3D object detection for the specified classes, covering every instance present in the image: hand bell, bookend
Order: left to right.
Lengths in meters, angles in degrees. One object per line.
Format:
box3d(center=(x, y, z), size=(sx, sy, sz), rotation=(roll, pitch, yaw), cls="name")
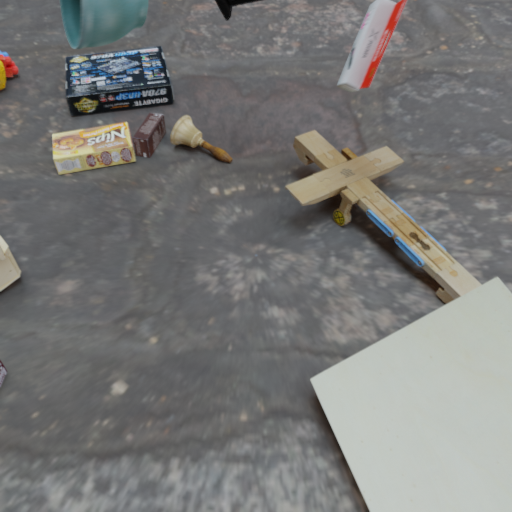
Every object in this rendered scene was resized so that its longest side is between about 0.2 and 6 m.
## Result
box3d(center=(-0.946, -2.046, 10.394), size=(1.182, 0.615, 0.615), rotation=(34, 55, 12), cls="hand bell")
box3d(center=(-0.003, -4.181, 7.771), size=(1.492, 1.501, 0.691), rotation=(-2, 70, 19), cls="bookend")

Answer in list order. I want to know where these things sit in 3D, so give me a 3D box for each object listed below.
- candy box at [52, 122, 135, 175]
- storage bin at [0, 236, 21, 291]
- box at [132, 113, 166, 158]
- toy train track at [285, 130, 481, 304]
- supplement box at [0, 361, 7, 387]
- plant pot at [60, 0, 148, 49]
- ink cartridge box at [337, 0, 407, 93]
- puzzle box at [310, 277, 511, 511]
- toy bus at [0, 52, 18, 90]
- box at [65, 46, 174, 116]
box3d(center=(-2.991, -1.991, 10.319), size=(1.408, 0.389, 0.813), rotation=(-11, 48, -10), cls="candy box")
box3d(center=(-5.664, -0.214, 7.886), size=(3.285, 1.551, 3.309), rotation=(-32, 54, -25), cls="storage bin")
box3d(center=(-2.004, -2.279, 10.568), size=(0.320, 0.428, 0.854), rotation=(9, 47, 9), cls="box")
box3d(center=(1.915, -0.595, 8.947), size=(2.251, 0.638, 3.924), rotation=(-24, 58, -27), cls="toy train track")
box3d(center=(-3.874, 1.601, 7.004), size=(1.224, 0.373, 0.666), rotation=(3, 47, 1), cls="supplement box")
box3d(center=(-1.444, -2.518, 5.367), size=(0.687, 1.025, 1.025), rotation=(-9, 46, -26), cls="plant pot")
box3d(center=(1.601, -2.978, 7.894), size=(0.278, 1.278, 1.109), rotation=(21, 12, -7), cls="ink cartridge box")
box3d(center=(2.419, 2.312, 5.598), size=(2.572, 0.491, 3.866), rotation=(-29, 50, 6), cls="puzzle box")
box3d(center=(-5.786, -3.910, 11.788), size=(1.520, 1.074, 1.583), rotation=(-11, 48, -32), cls="toy bus")
box3d(center=(-2.916, -3.731, 11.858), size=(2.139, 0.492, 1.700), rotation=(-10, 48, -9), cls="box")
